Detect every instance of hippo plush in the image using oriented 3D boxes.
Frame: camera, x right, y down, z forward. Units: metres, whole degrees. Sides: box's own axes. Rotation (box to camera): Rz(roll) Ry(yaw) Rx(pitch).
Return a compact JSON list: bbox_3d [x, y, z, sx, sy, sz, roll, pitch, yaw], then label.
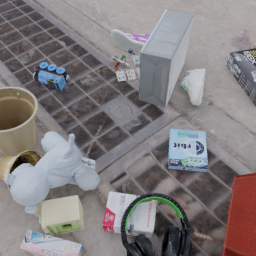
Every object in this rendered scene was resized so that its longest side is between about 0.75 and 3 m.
[{"bbox_3d":[-1.975,1.373,7.359,1.947,1.929,2.422,-42,22,-20],"label":"hippo plush"}]

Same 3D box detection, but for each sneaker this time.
[{"bbox_3d":[0.306,-3.887,12.398,2.068,0.750,1.179,31,51,13],"label":"sneaker"},{"bbox_3d":[2.398,-1.550,10.561,0.881,0.749,1.992,7,43,15],"label":"sneaker"}]

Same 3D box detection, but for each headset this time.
[{"bbox_3d":[0.798,2.896,6.571,1.700,1.294,2.754,-11,70,-9],"label":"headset"}]

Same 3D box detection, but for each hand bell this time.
[{"bbox_3d":[-3.993,1.092,8.328,2.541,1.323,1.323,9,51,22],"label":"hand bell"}]

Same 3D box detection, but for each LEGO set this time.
[{"bbox_3d":[0.002,-2.576,11.630,1.198,0.394,1.604,-11,64,-8],"label":"LEGO set"}]

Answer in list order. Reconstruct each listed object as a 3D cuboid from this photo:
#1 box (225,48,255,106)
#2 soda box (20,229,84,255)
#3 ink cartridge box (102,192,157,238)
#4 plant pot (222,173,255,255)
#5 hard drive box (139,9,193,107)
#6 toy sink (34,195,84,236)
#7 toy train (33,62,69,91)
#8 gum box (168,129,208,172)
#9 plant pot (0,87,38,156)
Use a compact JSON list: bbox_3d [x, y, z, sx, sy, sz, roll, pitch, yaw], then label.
[{"bbox_3d":[5.348,-2.106,10.949,2.024,0.639,2.566,-11,53,-8],"label":"box"},{"bbox_3d":[-1.881,3.029,7.013,1.482,0.471,0.507,12,53,8],"label":"soda box"},{"bbox_3d":[0.063,2.324,7.514,1.315,0.548,0.955,7,52,6],"label":"ink cartridge box"},{"bbox_3d":[3.436,2.516,6.199,2.441,2.770,2.767,8,51,22],"label":"plant pot"},{"bbox_3d":[1.399,-2.589,10.331,1.096,2.224,2.854,18,53,14],"label":"hard drive box"},{"bbox_3d":[-1.852,2.348,7.312,1.284,0.837,0.720,-8,53,-6],"label":"toy sink"},{"bbox_3d":[-3.039,-2.028,10.933,1.461,0.633,0.835,19,60,15],"label":"toy train"},{"bbox_3d":[1.905,0.689,8.965,1.172,0.307,1.379,5,52,4],"label":"gum box"},{"bbox_3d":[-3.598,-0.055,8.637,1.818,1.664,1.818,3,50,-4],"label":"plant pot"}]
